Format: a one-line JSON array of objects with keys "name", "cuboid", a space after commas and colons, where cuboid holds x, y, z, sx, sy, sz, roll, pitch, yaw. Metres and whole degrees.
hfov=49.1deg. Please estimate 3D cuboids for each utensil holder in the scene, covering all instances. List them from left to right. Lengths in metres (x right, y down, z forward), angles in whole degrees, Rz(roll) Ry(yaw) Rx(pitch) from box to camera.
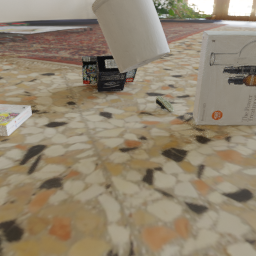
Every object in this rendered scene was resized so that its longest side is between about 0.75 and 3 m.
[{"name": "utensil holder", "cuboid": [0.108, -2.411, 6.901, 1.462, 1.721, 1.462, -22, 6, 2]}]

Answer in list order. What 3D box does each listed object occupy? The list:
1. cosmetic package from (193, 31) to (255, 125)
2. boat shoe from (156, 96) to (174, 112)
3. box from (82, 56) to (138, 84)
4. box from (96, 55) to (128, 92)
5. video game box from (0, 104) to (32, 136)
[{"name": "cosmetic package", "cuboid": [3.384, -1.532, 8.973, 2.224, 2.950, 0.762, 1, 28, 3]}, {"name": "boat shoe", "cuboid": [1.393, -0.861, 10.660, 0.356, 0.297, 0.954, -13, 44, -37]}, {"name": "box", "cuboid": [-0.853, -2.665, 12.901, 2.496, 1.709, 0.498, -5, 71, -9]}, {"name": "box", "cuboid": [-0.739, -2.294, 11.955, 1.200, 1.622, 0.846, -5, 69, -11]}, {"name": "video game box", "cuboid": [-4.476, -0.322, 9.394, 1.865, 0.437, 1.699, 4, 24, 8]}]
